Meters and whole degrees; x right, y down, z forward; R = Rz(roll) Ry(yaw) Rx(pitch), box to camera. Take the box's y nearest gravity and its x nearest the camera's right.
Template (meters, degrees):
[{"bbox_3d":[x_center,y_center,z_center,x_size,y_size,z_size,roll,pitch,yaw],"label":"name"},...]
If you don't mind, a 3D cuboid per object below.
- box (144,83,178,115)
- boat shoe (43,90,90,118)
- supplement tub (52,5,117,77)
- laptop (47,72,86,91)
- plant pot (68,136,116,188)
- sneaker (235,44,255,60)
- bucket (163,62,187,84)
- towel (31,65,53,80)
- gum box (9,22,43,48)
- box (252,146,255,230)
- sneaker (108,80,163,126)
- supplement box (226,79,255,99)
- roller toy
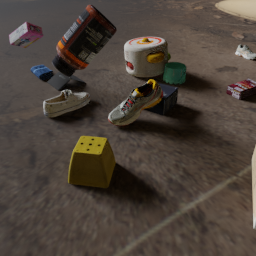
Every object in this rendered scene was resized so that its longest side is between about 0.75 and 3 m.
[{"bbox_3d":[0.960,-1.042,9.521,1.153,0.600,1.050,20,39,27],"label":"box"},{"bbox_3d":[-2.021,-0.953,9.362,1.789,0.625,0.634,-26,41,-34],"label":"boat shoe"},{"bbox_3d":[-1.287,-2.361,7.827,1.029,1.925,1.029,41,15,-13],"label":"supplement tub"},{"bbox_3d":[-2.480,-1.840,11.287,1.087,0.630,1.018,-45,47,-12],"label":"laptop"},{"bbox_3d":[-0.841,0.721,6.552,0.955,0.842,0.955,6,33,8],"label":"plant pot"},{"bbox_3d":[5.882,-3.771,13.820,0.472,0.574,1.247,-21,38,-28],"label":"sneaker"},{"bbox_3d":[1.907,-2.250,11.389,0.977,0.636,0.977,0,34,0],"label":"bucket"},{"bbox_3d":[-3.684,-2.409,11.952,0.668,0.290,1.197,-21,38,-28],"label":"towel"},{"bbox_3d":[-3.911,-3.571,10.792,1.228,0.406,0.697,-17,-9,34],"label":"gum box"},{"bbox_3d":[3.173,1.041,5.858,0.881,1.076,2.267,10,33,17],"label":"box"},{"bbox_3d":[0.169,-0.816,8.551,1.920,0.789,0.748,-38,57,-5],"label":"sneaker"},{"bbox_3d":[4.307,-1.453,10.401,1.158,0.353,0.630,-20,37,-26],"label":"supplement box"},{"bbox_3d":[0.767,-3.080,11.848,1.831,1.402,2.007,6,34,19],"label":"roller toy"}]
